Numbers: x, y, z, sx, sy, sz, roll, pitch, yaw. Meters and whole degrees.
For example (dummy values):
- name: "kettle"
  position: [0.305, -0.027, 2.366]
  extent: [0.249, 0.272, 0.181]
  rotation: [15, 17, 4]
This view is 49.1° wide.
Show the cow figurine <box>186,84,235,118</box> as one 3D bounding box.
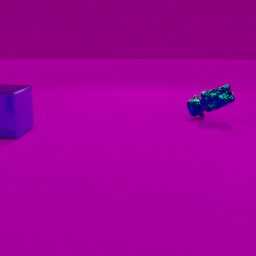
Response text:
- name: "cow figurine"
  position: [2.472, -0.794, 8.423]
  extent: [1.388, 0.762, 1.366]
  rotation: [-20, -4, 11]

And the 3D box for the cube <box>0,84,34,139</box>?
- name: "cube"
  position: [-3.144, -0.462, 7.075]
  extent: [1.122, 1.122, 1.122]
  rotation: [3, 18, 1]
